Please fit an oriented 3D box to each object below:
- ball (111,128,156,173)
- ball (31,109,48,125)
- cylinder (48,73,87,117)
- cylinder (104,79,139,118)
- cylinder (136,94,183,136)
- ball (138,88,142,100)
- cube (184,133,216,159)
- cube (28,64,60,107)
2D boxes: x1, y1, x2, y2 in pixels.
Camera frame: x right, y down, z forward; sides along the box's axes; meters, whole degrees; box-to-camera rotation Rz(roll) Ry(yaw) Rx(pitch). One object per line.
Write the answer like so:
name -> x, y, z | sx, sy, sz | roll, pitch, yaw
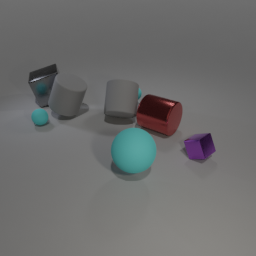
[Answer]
ball -> 0.174, 0.691, 8.639 | 1.400, 1.400, 1.400 | 0, 30, 0
ball -> -3.744, -0.473, 11.901 | 0.700, 0.700, 0.700 | 0, 30, 0
cylinder -> -2.648, -1.460, 12.285 | 1.400, 1.400, 1.400 | 19, 33, -13
cylinder -> -0.276, -1.231, 12.026 | 1.400, 1.400, 1.400 | 5, -8, 1
cylinder -> 1.280, -0.540, 11.326 | 1.400, 1.400, 1.400 | 19, 35, 30
ball -> 0.290, -1.617, 13.139 | 0.700, 0.700, 0.700 | 0, 30, 0
cube -> 2.508, 0.636, 9.788 | 0.700, 0.700, 0.700 | -26, 11, -37
cube -> -3.895, -2.096, 13.706 | 1.400, 1.400, 1.400 | -21, 34, -5
